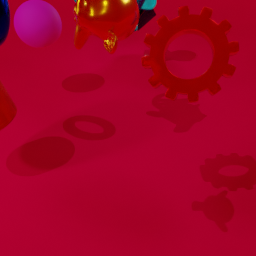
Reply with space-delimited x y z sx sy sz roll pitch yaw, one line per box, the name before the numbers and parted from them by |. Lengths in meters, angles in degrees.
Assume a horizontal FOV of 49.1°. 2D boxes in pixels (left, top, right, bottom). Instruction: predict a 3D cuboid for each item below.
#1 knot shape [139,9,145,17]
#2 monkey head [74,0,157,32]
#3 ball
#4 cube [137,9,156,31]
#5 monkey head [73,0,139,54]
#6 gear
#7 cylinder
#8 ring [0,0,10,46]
knot shape | -0.117 -2.950 6.830 1.192 1.274 0.589 -23 9 14
monkey head | -0.156 -2.666 5.967 1.926 1.386 1.161 -4 6 -15
ball | -2.708 -3.128 8.468 1.375 1.375 1.375 0 39 0
cube | 0.342 -4.431 10.474 0.937 0.937 0.937 -38 76 13
monkey head | -0.236 -1.082 2.887 0.628 0.750 1.043 21 49 -7
gear | 0.949 -1.131 4.396 1.443 1.443 0.267 10 5 12
cylinder | -3.185 -0.612 5.769 1.280 1.280 1.280 -11 38 9
ring | -2.843 -2.347 5.533 1.515 1.515 0.303 26 31 29
